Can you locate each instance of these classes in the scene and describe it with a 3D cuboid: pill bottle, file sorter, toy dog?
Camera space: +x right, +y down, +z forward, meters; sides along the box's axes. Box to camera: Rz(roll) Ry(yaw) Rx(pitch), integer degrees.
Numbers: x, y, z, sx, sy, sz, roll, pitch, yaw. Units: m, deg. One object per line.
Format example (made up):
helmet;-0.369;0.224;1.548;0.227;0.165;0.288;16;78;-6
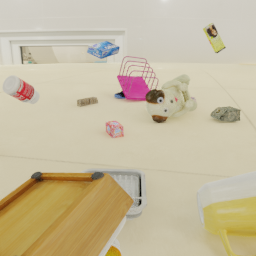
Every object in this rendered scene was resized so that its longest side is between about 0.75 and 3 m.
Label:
pill bottle;-2.830;-0.988;7.505;0.516;0.516;0.919;9;-13;28
file sorter;0.575;-2.968;16.497;1.717;1.549;2.470;1;40;-20
toy dog;1.677;-1.261;12.356;2.468;1.776;2.545;-3;15;26
pill bottle;-0.304;1.917;3.990;0.418;0.418;0.752;1;16;4

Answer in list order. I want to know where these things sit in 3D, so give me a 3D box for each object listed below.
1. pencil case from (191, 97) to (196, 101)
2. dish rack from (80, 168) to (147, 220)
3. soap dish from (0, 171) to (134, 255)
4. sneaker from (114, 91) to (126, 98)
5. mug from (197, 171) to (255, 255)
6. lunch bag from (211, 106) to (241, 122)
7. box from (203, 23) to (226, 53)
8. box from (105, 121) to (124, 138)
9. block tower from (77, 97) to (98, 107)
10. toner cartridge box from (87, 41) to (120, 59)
pencil case;2.813;-1.244;14.181;1.403;0.613;0.613;-10;19;-26
dish rack;-0.382;1.374;5.860;1.527;0.387;1.780;0;17;2
soap dish;-1.222;1.452;3.817;1.817;0.938;2.309;-4;21;29
sneaker;-0.039;-2.208;17.201;1.738;0.677;0.610;-8;19;-24
mug;1.821;1.382;4.733;1.155;1.126;1.406;-7;10;6
lunch bag;4.151;-0.586;12.014;1.006;0.591;0.825;-7;14;-8
box;3.206;-3.329;10.407;0.396;1.052;0.264;-34;17;5
box;-0.500;0.035;10.240;0.445;0.410;0.867;-6;18;-19
block tower;-2.213;-1.435;15.227;0.369;0.345;1.277;13;20;38
toner cartridge box;-1.172;-3.841;13.707;0.831;0.378;1.749;26;32;14
